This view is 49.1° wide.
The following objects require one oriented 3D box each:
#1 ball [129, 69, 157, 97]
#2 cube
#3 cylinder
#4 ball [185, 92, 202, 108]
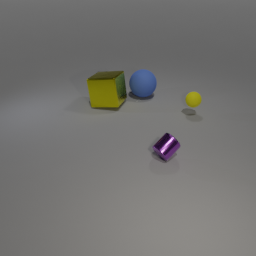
[{"bbox_3d":[0.766,-2.279,14.299,1.400,1.400,1.400,0,29,0],"label":"ball"},{"bbox_3d":[-0.975,-1.871,13.420,1.400,1.400,1.400,1,25,18],"label":"cube"},{"bbox_3d":[1.306,0.641,9.540,0.700,0.700,0.700,-45,43,-10],"label":"cylinder"},{"bbox_3d":[2.888,-1.250,12.357,0.700,0.700,0.700,0,29,0],"label":"ball"}]
